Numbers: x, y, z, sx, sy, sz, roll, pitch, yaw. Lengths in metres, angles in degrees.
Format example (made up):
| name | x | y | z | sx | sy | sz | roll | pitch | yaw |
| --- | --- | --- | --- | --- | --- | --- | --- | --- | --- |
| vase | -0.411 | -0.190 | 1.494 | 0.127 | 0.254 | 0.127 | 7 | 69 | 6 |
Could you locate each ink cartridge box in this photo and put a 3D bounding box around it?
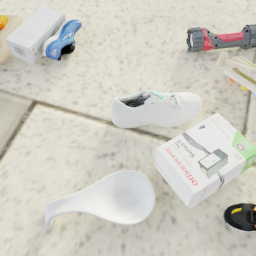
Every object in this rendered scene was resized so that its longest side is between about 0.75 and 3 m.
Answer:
| name | x | y | z | sx | sy | sz | roll | pitch | yaw |
| --- | --- | --- | --- | --- | --- | --- | --- | --- | --- |
| ink cartridge box | 1.902 | 0.763 | 6.998 | 2.033 | 0.854 | 1.479 | -29 | 57 | -16 |

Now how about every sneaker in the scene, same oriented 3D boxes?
| name | x | y | z | sx | sy | sz | roll | pitch | yaw |
| --- | --- | --- | --- | --- | --- | --- | --- | --- | --- |
| sneaker | -2.049 | -2.918 | 9.449 | 0.823 | 0.725 | 1.846 | 30 | 67 | 1 |
| sneaker | 0.841 | -0.653 | 7.731 | 2.643 | 1.169 | 0.994 | -10 | 58 | -6 |
| sneaker | 3.205 | 2.007 | 6.324 | 1.930 | 0.868 | 0.675 | 8 | 60 | 5 |

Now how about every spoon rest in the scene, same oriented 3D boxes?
| name | x | y | z | sx | sy | sz | roll | pitch | yaw |
| --- | --- | --- | --- | --- | --- | --- | --- | --- | --- |
| spoon rest | -0.656 | 1.749 | 6.526 | 2.665 | 0.808 | 1.324 | -12 | 60 | -6 |

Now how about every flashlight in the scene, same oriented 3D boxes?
| name | x | y | z | sx | sy | sz | roll | pitch | yaw |
| --- | --- | --- | --- | --- | --- | --- | --- | --- | --- |
| flashlight | 3.223 | -3.059 | 9.349 | 2.450 | 0.829 | 0.832 | -9 | 69 | -3 |

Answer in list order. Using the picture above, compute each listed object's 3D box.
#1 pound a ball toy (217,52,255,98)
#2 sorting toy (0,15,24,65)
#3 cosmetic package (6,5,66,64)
| name | x | y | z | sx | sy | sz | roll | pitch | yaw |
| --- | --- | --- | --- | --- | --- | --- | --- | --- | --- |
| pound a ball toy | 3.503 | -1.519 | 8.377 | 1.790 | 0.760 | 1.167 | 40 | 32 | 21 |
| sorting toy | -5.144 | -3.164 | 9.634 | 2.533 | 0.462 | 2.344 | 4 | 59 | 2 |
| cosmetic package | -3.032 | -3.192 | 9.508 | 1.019 | 0.742 | 2.004 | 25 | 61 | 14 |
